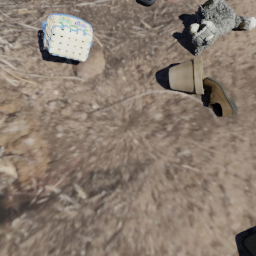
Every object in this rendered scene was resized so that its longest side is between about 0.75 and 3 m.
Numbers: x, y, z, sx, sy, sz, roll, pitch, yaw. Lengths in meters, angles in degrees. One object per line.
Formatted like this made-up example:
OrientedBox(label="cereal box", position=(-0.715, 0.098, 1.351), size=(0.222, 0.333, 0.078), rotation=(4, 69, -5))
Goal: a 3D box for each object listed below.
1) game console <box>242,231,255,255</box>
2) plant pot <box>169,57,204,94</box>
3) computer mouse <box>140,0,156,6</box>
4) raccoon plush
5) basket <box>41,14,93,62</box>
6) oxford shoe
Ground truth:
OrientedBox(label="game console", position=(3.797, 3.044, 6.150), size=(1.956, 1.138, 1.720), rotation=(-18, 31, -11))
OrientedBox(label="plant pot", position=(1.768, -1.541, 8.467), size=(0.969, 1.117, 1.117), rotation=(-3, 58, 19))
OrientedBox(label="computer mouse", position=(0.431, -5.218, 11.066), size=(0.493, 0.286, 1.683), rotation=(-42, 62, -12))
OrientedBox(label="raccoon plush", position=(3.256, -3.272, 9.405), size=(2.542, 1.230, 1.703), rotation=(2, 67, 1))
OrientedBox(label="basket", position=(-1.869, -2.891, 8.900), size=(1.635, 1.289, 1.854), rotation=(7, 24, -25))
OrientedBox(label="oxford shoe", position=(2.591, -0.933, 8.325), size=(0.606, 0.521, 1.435), rotation=(-23, 62, -12))
